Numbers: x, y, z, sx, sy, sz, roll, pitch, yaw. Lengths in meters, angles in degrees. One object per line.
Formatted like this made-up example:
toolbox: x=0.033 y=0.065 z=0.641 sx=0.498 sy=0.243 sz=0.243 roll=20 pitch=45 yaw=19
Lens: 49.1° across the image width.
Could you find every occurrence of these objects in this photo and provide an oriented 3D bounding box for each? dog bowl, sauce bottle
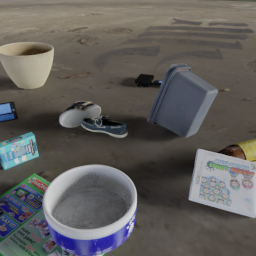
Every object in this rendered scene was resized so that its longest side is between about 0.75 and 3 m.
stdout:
dog bowl: x=-0.764 y=1.636 z=5.869 sx=1.887 sy=0.743 sz=1.887 roll=0 pitch=32 yaw=0
sauce bottle: x=3.168 y=0.809 z=7.930 sx=2.556 sy=0.844 sz=0.844 roll=-9 pitch=32 yaw=-13

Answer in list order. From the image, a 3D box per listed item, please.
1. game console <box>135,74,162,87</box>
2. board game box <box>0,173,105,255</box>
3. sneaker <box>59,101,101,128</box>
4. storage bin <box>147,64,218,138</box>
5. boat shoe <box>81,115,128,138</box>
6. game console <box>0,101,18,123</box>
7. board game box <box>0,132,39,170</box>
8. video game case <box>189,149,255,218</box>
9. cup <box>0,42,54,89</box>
game console: x=1.373 y=-2.239 z=13.494 sx=1.980 sy=0.239 sz=1.168 roll=10 pitch=33 yaw=15
board game box: x=-1.856 y=2.169 z=6.094 sx=2.841 sy=0.414 sz=1.912 roll=21 pitch=36 yaw=30
sneaker: x=-1.874 y=-0.527 z=10.256 sx=0.719 sy=0.710 sz=1.811 roll=29 pitch=31 yaw=32
storage bin: x=1.927 y=-0.818 z=9.442 sx=1.488 sy=2.215 sz=1.612 roll=37 pitch=31 yaw=26
boat shoe: x=-0.843 y=-0.132 z=9.736 sx=1.769 sy=0.547 sz=0.662 roll=16 pitch=35 yaw=24
game console: x=-4.671 y=-0.605 z=10.612 sx=0.825 sy=0.725 sz=0.480 roll=-13 pitch=5 yaw=-21
board game box: x=-3.220 y=0.662 z=8.209 sx=1.044 sy=0.788 sz=0.245 roll=-23 pitch=38 yaw=-33
video game case: x=2.428 y=1.330 z=7.028 sx=1.589 sy=0.188 sz=1.446 roll=14 pitch=56 yaw=9
cup: x=-4.625 y=-2.839 z=12.992 sx=2.418 sy=1.729 sz=2.418 roll=3 pitch=30 yaw=-2
